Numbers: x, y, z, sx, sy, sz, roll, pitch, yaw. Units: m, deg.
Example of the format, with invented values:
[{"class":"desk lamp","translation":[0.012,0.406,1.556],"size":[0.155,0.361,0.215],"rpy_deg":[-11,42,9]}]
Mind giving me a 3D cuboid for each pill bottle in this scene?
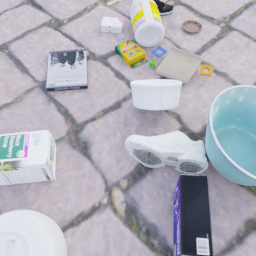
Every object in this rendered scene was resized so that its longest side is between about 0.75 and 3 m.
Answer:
[{"class":"pill bottle","translation":[0.690,-4.218,10.843],"size":[1.115,1.115,2.139],"rpy_deg":[-5,56,-4]}]

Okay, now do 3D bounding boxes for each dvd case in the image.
[{"class":"dvd case","translation":[-2.139,-2.078,9.910],"size":[1.398,0.230,1.860],"rpy_deg":[-5,56,-4]}]

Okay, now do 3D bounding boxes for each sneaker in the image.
[{"class":"sneaker","translation":[1.074,0.528,7.840],"size":[2.293,0.893,1.139],"rpy_deg":[15,50,-1]},{"class":"sneaker","translation":[1.199,-5.184,11.797],"size":[1.459,0.639,0.553],"rpy_deg":[0,55,0]}]

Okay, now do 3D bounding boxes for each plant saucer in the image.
[{"class":"plant saucer","translation":[2.591,-4.083,11.354],"size":[0.804,0.129,0.804],"rpy_deg":[0,56,0]}]

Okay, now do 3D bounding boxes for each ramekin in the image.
[{"class":"ramekin","translation":[0.843,-1.026,8.483],"size":[1.541,0.751,1.541],"rpy_deg":[-1,15,0]}]

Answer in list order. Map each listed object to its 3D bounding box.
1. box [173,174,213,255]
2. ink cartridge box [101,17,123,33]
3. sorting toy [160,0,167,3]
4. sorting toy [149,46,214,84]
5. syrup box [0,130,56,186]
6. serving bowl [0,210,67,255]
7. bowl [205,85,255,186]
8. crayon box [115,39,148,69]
[{"class":"box","translation":[1.428,2.127,6.401],"size":[0.693,1.241,1.758],"rpy_deg":[3,55,5]},{"class":"ink cartridge box","translation":[-0.629,-4.141,11.264],"size":[0.806,0.334,0.591],"rpy_deg":[6,56,4]},{"class":"sorting toy","translation":[1.376,-5.929,12.602],"size":[1.049,0.207,1.133],"rpy_deg":[35,67,21]},{"class":"sorting toy","translation":[1.825,-2.169,9.932],"size":[2.340,0.319,1.318],"rpy_deg":[26,66,19]},{"class":"syrup box","translation":[-3.299,0.848,7.391],"size":[2.631,1.071,1.036],"rpy_deg":[-6,56,-3]},{"class":"serving bowl","translation":[-2.568,2.877,6.179],"size":[2.334,0.768,2.334],"rpy_deg":[0,55,0]},{"class":"bowl","translation":[3.155,0.383,7.336],"size":[2.755,1.441,2.755],"rpy_deg":[4,60,-8]},{"class":"crayon box","translation":[0.131,-2.747,10.331],"size":[0.740,0.296,1.166],"rpy_deg":[-30,61,-19]}]
